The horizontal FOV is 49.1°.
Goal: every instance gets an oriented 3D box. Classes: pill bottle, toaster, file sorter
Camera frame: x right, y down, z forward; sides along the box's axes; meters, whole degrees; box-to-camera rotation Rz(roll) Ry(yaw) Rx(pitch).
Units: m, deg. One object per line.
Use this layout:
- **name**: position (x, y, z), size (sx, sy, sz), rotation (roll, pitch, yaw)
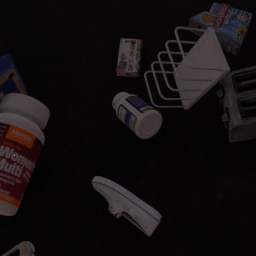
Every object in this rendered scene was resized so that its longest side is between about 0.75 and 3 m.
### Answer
- **pill bottle**: position (-3.134, 0.633, 7.242), size (1.583, 1.583, 2.889), rotation (11, 64, 6)
- **pill bottle**: position (0.193, -0.430, 7.953), size (0.856, 0.856, 1.541), rotation (-31, 44, -15)
- **toaster**: position (3.602, -0.670, 7.777), size (1.995, 1.184, 1.804), rotation (-11, 62, 20)
- **file sorter**: position (1.517, -1.618, 7.891), size (1.280, 2.055, 1.426), rotation (-2, 65, -24)

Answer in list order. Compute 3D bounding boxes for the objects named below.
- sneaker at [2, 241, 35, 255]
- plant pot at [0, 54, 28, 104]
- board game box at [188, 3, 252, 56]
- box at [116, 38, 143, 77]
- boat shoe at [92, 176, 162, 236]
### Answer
- **sneaker**: position (-2.947, 3.330, 6.344), size (0.660, 0.763, 1.761), rotation (33, 69, 14)
- **plant pot**: position (-4.312, -1.269, 7.909), size (2.043, 2.272, 2.272), rotation (36, 68, 9)
- **board game box**: position (3.263, -3.751, 10.003), size (1.954, 0.603, 1.955), rotation (23, 66, 10)
- **box**: position (0.068, -2.405, 9.518), size (0.798, 0.252, 1.449), rotation (5, 63, 2)
- **boat shoe**: position (-0.150, 1.946, 7.049), size (2.017, 0.742, 0.659), rotation (29, 63, 15)
